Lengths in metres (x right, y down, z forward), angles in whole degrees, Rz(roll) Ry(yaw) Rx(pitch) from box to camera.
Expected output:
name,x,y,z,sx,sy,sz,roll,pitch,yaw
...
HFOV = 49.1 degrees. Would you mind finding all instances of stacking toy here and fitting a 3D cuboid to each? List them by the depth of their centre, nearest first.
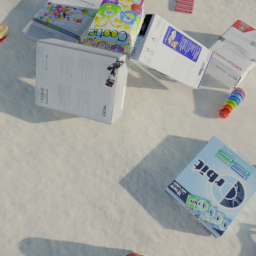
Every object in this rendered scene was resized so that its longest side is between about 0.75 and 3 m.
name,x,y,z,sx,sy,sz,roll,pitch,yaw
stacking toy,3.499,-0.794,9.498,0.520,0.520,1.219,37,77,15

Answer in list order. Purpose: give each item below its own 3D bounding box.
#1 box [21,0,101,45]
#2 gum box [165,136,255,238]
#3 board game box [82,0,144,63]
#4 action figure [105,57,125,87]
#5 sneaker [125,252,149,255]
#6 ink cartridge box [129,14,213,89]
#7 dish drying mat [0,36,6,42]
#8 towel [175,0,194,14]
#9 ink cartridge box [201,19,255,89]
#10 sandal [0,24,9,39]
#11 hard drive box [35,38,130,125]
name,x,y,z,sx,sy,sz,roll,pitch,yaw
box,-2.455,-4.145,10.963,2.120,0.560,2.720,26,67,11
gum box,2.580,1.662,8.295,1.939,0.508,2.282,42,72,17
board game box,-0.495,-3.267,10.065,1.459,1.433,2.781,15,66,7
action figure,-0.354,-1.493,7.268,0.289,0.543,0.834,27,68,-28
sneaker,1.075,4.097,6.751,2.997,1.273,1.154,26,68,11
ink cartridge box,1.449,-2.307,8.859,0.558,2.846,1.415,29,100,52
dish drying mat,-5.143,-3.346,10.849,0.335,0.079,0.873,39,71,15
towel,2.386,-5.208,11.693,0.736,0.114,1.018,12,68,3
ink cartridge box,3.875,-2.651,10.074,1.546,0.873,2.107,40,72,17
sandal,-5.394,-3.353,10.467,0.734,0.658,2.001,33,72,15
hard drive box,-1.447,-1.484,8.685,2.652,2.067,1.019,16,24,13
